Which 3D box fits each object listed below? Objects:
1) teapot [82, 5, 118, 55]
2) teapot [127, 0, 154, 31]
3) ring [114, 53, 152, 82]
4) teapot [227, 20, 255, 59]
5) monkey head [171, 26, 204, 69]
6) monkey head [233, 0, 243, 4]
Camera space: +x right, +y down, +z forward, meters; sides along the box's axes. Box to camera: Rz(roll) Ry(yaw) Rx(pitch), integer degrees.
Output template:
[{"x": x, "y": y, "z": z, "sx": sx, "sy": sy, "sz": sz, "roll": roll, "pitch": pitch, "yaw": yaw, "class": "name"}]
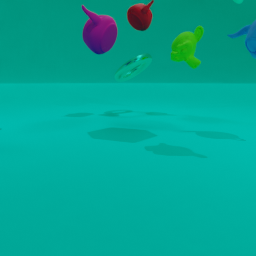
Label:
[{"x": -0.937, "y": -2.955, "z": 8.610, "sx": 0.932, "sy": 1.184, "sz": 1.904, "roll": 29, "pitch": -15, "yaw": 18, "class": "teapot"}, {"x": 0.403, "y": -3.349, "z": 8.322, "sx": 0.628, "sy": 0.797, "sz": 1.282, "roll": -49, "pitch": 10, "yaw": -16, "class": "teapot"}, {"x": 0.193, "y": -2.165, "z": 10.118, "sx": 1.540, "sy": 0.308, "sz": 1.540, "roll": -31, "pitch": -4, "yaw": -3, "class": "ring"}, {"x": 2.608, "y": -1.654, "z": 5.359, "sx": 1.447, "sy": 0.709, "sz": 0.900, "roll": 45, "pitch": 2, "yaw": 36, "class": "teapot"}, {"x": 1.960, "y": -2.540, "z": 9.164, "sx": 1.111, "sy": 0.931, "sz": 1.545, "roll": 37, "pitch": -34, "yaw": -9, "class": "monkey head"}, {"x": 1.728, "y": -2.126, "z": 3.645, "sx": 0.773, "sy": 1.283, "sz": 0.923, "roll": -16, "pitch": -22, "yaw": 3, "class": "monkey head"}]
